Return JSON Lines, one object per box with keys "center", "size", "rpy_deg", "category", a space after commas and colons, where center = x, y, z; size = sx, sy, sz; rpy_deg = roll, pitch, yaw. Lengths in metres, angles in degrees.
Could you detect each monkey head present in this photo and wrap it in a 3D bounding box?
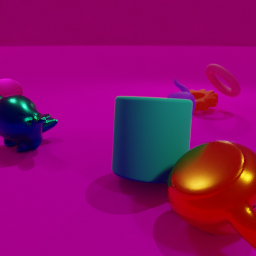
{"center": [-2.218, -0.226, 6.097], "size": [1.945, 1.172, 1.399], "rpy_deg": [19, 37, 29], "category": "monkey head"}

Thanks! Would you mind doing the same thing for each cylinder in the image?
{"center": [0.390, 0.137, 4.693], "size": [1.271, 1.271, 1.271], "rpy_deg": [3, 5, 0], "category": "cylinder"}
{"center": [-3.610, -0.888, 8.421], "size": [0.894, 0.894, 0.894], "rpy_deg": [-7, -19, -21], "category": "cylinder"}

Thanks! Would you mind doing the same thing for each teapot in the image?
{"center": [1.169, 0.835, 3.509], "size": [1.241, 0.977, 1.995], "rpy_deg": [-32, 24, 3], "category": "teapot"}
{"center": [1.029, -0.386, 6.131], "size": [0.783, 1.600, 0.995], "rpy_deg": [18, -16, 9], "category": "teapot"}

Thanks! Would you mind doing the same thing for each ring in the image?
{"center": [3.076, -1.534, 9.121], "size": [0.276, 1.382, 1.382], "rpy_deg": [-45, 25, 0], "category": "ring"}

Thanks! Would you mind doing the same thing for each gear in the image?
{"center": [2.207, -0.943, 9.602], "size": [1.657, 0.306, 1.657], "rpy_deg": [-9, 22, 4], "category": "gear"}
